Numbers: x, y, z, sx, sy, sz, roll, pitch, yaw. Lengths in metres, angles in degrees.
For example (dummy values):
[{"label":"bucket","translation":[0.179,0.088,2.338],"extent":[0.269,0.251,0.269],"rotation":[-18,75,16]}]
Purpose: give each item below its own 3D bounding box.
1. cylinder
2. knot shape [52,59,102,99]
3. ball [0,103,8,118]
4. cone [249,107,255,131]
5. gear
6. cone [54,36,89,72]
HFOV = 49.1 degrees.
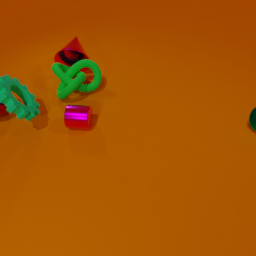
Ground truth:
[{"label":"cylinder","translation":[-1.462,-0.329,8.309],"extent":[0.700,0.700,0.700],"rotation":[4,45,3]},{"label":"knot shape","translation":[-1.893,-1.757,9.506],"extent":[1.714,0.792,1.604],"rotation":[-37,58,-25]},{"label":"ball","translation":[-4.097,-0.814,8.515],"extent":[1.071,1.071,1.071],"rotation":[0,45,0]},{"label":"cone","translation":[4.216,-0.301,8.351],"extent":[0.891,0.891,0.895],"rotation":[37,30,31]},{"label":"gear","translation":[-3.123,-0.854,7.948],"extent":[0.262,1.415,1.415],"rotation":[-35,46,13]},{"label":"cone","translation":[-1.959,-2.894,10.253],"extent":[1.275,1.275,1.280],"rotation":[1,62,1]}]
